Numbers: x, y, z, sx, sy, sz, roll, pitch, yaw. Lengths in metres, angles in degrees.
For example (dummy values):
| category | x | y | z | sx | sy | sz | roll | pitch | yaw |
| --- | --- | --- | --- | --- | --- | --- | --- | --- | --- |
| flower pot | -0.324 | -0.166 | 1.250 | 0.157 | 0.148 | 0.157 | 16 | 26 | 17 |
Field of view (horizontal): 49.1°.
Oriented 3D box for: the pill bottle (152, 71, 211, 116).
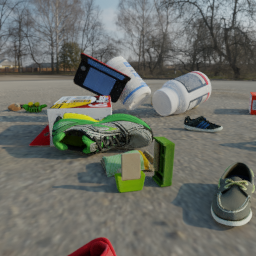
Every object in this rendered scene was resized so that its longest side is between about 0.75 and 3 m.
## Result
| category | x | y | z | sx | sy | sz | roll | pitch | yaw |
| --- | --- | --- | --- | --- | --- | --- | --- | --- | --- |
| pill bottle | 2.679 | -1.699 | 14.176 | 2.914 | 1.742 | 1.742 | -25 | 25 | -34 |

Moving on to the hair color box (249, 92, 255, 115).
| category | x | y | z | sx | sy | sz | roll | pitch | yaw |
| --- | --- | --- | --- | --- | --- | --- | --- | --- | --- |
| hair color box | 6.733 | -1.327 | 14.740 | 0.604 | 1.001 | 1.972 | 4 | 14 | 20 |

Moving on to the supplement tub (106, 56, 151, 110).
| category | x | y | z | sx | sy | sz | roll | pitch | yaw |
| --- | --- | --- | --- | --- | --- | --- | --- | --- | --- |
| supplement tub | -0.126 | -2.162 | 13.689 | 1.530 | 2.319 | 1.530 | -35 | -14 | -10 |

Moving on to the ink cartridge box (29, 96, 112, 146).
| category | x | y | z | sx | sy | sz | roll | pitch | yaw |
| --- | --- | --- | --- | --- | --- | --- | --- | --- | --- |
| ink cartridge box | -1.851 | -0.343 | 9.745 | 2.579 | 1.232 | 2.938 | -2 | 13 | -5 |

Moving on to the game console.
| category | x | y | z | sx | sy | sz | roll | pitch | yaw |
| --- | --- | --- | --- | --- | --- | --- | --- | --- | --- |
| game console | -1.195 | -2.061 | 12.040 | 2.251 | 1.940 | 1.336 | 26 | 30 | -8 |

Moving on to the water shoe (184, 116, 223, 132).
| category | x | y | z | sx | sy | sz | roll | pitch | yaw |
| --- | --- | --- | --- | --- | --- | --- | --- | --- | --- |
| water shoe | 2.816 | -0.174 | 10.527 | 1.433 | 0.565 | 0.512 | 4 | 13 | 19 |

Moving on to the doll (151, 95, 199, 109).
| category | x | y | z | sx | sy | sz | roll | pitch | yaw |
| --- | --- | --- | --- | --- | --- | --- | --- | --- | --- |
| doll | 2.894 | -1.630 | 16.750 | 2.960 | 0.717 | 2.020 | 11 | 19 | 42 |

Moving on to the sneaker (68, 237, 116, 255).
| category | x | y | z | sx | sy | sz | roll | pitch | yaw |
| --- | --- | --- | --- | --- | --- | --- | --- | --- | --- |
| sneaker | 0.064 | 1.460 | 2.151 | 1.725 | 0.996 | 0.676 | 2 | 13 | 7 |

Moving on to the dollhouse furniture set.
| category | x | y | z | sx | sy | sz | roll | pitch | yaw |
| --- | --- | --- | --- | --- | --- | --- | --- | --- | --- |
| dollhouse furniture set | 0.103 | 0.584 | 6.269 | 1.208 | 0.925 | 1.843 | -3 | 13 | -15 |

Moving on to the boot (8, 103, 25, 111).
| category | x | y | z | sx | sy | sz | roll | pitch | yaw |
| --- | --- | --- | --- | --- | --- | --- | --- | --- | --- |
| boot | -6.277 | -1.177 | 15.636 | 0.858 | 0.412 | 1.174 | 3 | 11 | 45 |

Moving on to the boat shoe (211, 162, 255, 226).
| category | x | y | z | sx | sy | sz | roll | pitch | yaw |
| --- | --- | --- | --- | --- | --- | --- | --- | --- | --- |
| boat shoe | 1.856 | 1.088 | 4.895 | 0.643 | 0.538 | 1.799 | 6 | 14 | 26 |

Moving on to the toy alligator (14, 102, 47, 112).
| category | x | y | z | sx | sy | sz | roll | pitch | yaw |
| --- | --- | --- | --- | --- | --- | --- | --- | --- | --- |
| toy alligator | -5.166 | -1.040 | 14.768 | 1.772 | 0.525 | 0.481 | 0 | 53 | 2 |

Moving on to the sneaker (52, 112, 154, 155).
| category | x | y | z | sx | sy | sz | roll | pitch | yaw |
| --- | --- | --- | --- | --- | --- | --- | --- | --- | --- |
| sneaker | -0.691 | 0.321 | 7.760 | 2.846 | 1.110 | 1.212 | 0 | 32 | -4 |
